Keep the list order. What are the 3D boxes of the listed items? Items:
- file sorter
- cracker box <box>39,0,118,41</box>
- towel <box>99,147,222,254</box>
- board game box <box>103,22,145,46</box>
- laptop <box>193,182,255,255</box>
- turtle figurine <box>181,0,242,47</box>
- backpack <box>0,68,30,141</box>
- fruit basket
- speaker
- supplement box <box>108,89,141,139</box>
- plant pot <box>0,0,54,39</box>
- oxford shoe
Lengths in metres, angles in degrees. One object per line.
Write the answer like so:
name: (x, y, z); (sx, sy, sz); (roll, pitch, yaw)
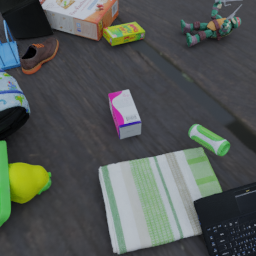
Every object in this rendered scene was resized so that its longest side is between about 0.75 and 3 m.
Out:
file sorter: (-4.552, -2.558, 8.932); (1.778, 1.091, 1.234); (-16, 57, -11)
cracker box: (-1.958, -4.372, 10.350); (2.764, 0.797, 1.852); (18, 55, 12)
towel: (0.812, 1.584, 6.494); (2.739, 0.420, 2.043); (-10, 57, -9)
board game box: (-0.135, -3.293, 9.747); (1.296, 0.309, 0.658); (-21, 56, -24)
laptop: (2.755, 2.310, 5.321); (2.148, 1.252, 2.423); (-13, 79, -10)
turtle figurine: (3.050, -3.586, 9.646); (2.258, 1.137, 1.691); (-17, 40, 7)
backpack: (-3.827, -0.289, 6.643); (2.833, 2.311, 2.178); (-14, 71, -17)
fruit basket: (-2.829, 1.309, 6.284); (2.055, 1.482, 2.055); (34, 31, -24)
speaker: (1.884, 0.269, 6.561); (0.421, 0.421, 0.953); (-33, 45, -21)
supplement box: (-0.098, -0.389, 7.683); (0.609, 0.622, 1.203); (-13, 57, -8)
plant pot: (-3.667, -4.031, 9.805); (1.337, 1.508, 1.504); (-26, 59, -9)
oxford shoe: (-2.865, -2.516, 9.179); (0.613, 0.625, 1.723); (20, 57, 14)
